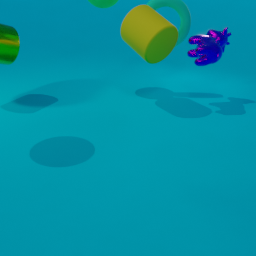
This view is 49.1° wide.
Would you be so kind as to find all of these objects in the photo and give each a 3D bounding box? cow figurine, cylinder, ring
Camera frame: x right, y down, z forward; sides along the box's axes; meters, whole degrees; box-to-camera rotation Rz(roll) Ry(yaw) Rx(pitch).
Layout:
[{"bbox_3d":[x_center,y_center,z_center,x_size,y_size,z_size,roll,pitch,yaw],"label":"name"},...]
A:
[{"bbox_3d":[2.598,-2.489,8.561,1.499,0.836,1.524,-8,39,-4],"label":"cow figurine"},{"bbox_3d":[0.628,-2.780,8.347,1.258,1.258,1.258,-21,58,-35],"label":"cylinder"},{"bbox_3d":[-4.282,-2.684,8.749,1.257,1.257,1.257,20,14,33],"label":"cylinder"},{"bbox_3d":[1.213,-3.450,9.259,1.731,1.731,0.346,0,30,0],"label":"ring"}]

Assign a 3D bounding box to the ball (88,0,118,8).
[{"bbox_3d":[-0.818,-4.582,9.083,1.295,1.295,1.295,0,27,0],"label":"ball"}]
